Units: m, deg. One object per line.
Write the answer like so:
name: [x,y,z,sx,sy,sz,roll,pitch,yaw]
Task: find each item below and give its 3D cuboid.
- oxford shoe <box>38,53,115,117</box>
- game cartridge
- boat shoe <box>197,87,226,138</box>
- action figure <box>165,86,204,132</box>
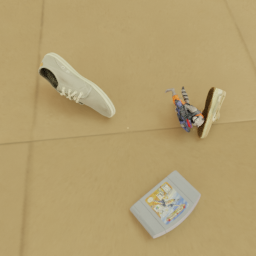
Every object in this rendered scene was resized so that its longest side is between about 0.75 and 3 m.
oxford shoe: [-1.629,-1.182,8.712,2.822,1.061,0.815,39,60,-2]
game cartridge: [1.031,2.010,7.371,1.684,0.350,1.121,-37,52,-14]
boat shoe: [2.567,-0.421,8.549,0.518,0.576,1.596,16,92,-11]
action figure: [1.716,-0.645,8.283,0.800,1.529,1.479,-33,58,-1]
